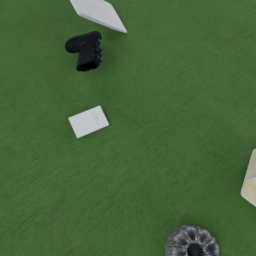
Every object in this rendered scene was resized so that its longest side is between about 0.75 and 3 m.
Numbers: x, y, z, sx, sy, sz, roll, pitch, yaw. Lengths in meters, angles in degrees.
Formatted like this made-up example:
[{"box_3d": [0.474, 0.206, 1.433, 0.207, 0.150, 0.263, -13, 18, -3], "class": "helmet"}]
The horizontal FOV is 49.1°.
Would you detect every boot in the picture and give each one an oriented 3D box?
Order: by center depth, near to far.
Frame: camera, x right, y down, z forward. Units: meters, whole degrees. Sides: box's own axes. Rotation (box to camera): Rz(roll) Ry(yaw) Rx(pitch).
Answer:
[{"box_3d": [-1.547, -2.503, 9.505, 1.600, 0.592, 1.311, -11, 63, 26], "class": "boot"}]

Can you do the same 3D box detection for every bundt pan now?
[{"box_3d": [1.634, 3.070, 6.912, 1.413, 0.530, 1.413, 0, 63, -1], "class": "bundt pan"}]

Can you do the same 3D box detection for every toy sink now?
[{"box_3d": [3.832, 1.312, 7.408, 1.022, 0.878, 1.568, 36, 59, -4], "class": "toy sink"}]

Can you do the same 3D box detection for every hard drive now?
[{"box_3d": [-1.232, -0.199, 8.786, 1.064, 0.140, 0.701, -23, 75, -14], "class": "hard drive"}]

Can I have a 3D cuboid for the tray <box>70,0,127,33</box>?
[{"box_3d": [-1.139, -4.152, 9.904, 0.300, 2.702, 1.451, -34, 76, 29], "class": "tray"}]
